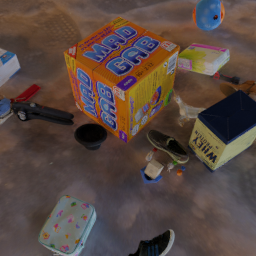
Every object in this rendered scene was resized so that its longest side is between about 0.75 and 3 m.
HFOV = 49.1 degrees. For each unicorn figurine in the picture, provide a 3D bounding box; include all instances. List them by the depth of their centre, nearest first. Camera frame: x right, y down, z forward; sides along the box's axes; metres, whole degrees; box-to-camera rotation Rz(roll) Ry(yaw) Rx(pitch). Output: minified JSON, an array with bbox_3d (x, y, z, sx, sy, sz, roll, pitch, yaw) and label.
[{"bbox_3d":[2.560,-0.660,11.500,2.030,0.750,1.394,19,44,-3],"label":"unicorn figurine"}]

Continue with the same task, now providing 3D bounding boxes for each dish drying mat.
[{"bbox_3d":[-4.443,-1.529,12.440,0.452,0.107,1.177,28,59,20],"label":"dish drying mat"}]

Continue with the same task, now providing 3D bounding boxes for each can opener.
[{"bbox_3d":[-3.432,-0.635,11.332,2.615,0.829,1.028,12,54,9],"label":"can opener"}]

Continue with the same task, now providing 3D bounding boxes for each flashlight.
[{"bbox_3d":[4.437,-2.341,12.832,1.335,0.452,0.454,19,12,14],"label":"flashlight"}]

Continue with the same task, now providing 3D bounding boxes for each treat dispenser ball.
[{"bbox_3d":[4.275,-6.052,14.882,1.626,1.626,1.626,0,53,0],"label":"treat dispenser ball"}]

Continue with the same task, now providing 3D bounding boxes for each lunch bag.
[{"bbox_3d":[-1.818,3.075,8.683,1.381,0.664,1.722,19,56,11],"label":"lunch bag"}]

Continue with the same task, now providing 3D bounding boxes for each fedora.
[{"bbox_3d":[-1.399,0.410,10.610,1.350,0.617,1.350,0,36,0],"label":"fedora"}]

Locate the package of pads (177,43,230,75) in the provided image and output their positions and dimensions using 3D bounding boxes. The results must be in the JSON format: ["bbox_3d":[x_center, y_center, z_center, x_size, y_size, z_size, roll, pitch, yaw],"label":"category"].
[{"bbox_3d":[3.439,-3.231,13.035,2.019,0.688,1.560,24,52,38],"label":"package of pads"}]

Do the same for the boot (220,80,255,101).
[{"bbox_3d":[5.030,-1.764,12.341,1.742,0.642,1.347,32,56,14],"label":"boot"}]

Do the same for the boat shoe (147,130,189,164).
[{"bbox_3d":[1.534,0.580,10.554,1.871,0.615,0.668,39,60,23],"label":"boat shoe"}]

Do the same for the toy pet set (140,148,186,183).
[{"bbox_3d":[1.109,1.522,9.999,1.414,0.751,1.320,33,25,19],"label":"toy pet set"}]

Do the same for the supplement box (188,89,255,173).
[{"bbox_3d":[3.488,0.134,9.978,2.066,2.064,1.387,-28,58,-19],"label":"supplement box"}]

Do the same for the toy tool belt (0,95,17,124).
[{"bbox_3d":[-5.134,-0.886,11.504,0.853,0.840,1.367,18,56,13],"label":"toy tool belt"}]

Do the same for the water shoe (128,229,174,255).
[{"bbox_3d":[0.636,3.428,7.961,0.632,0.573,1.602,41,97,-10],"label":"water shoe"}]

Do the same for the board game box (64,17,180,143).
[{"bbox_3d":[-0.196,-1.889,10.924,2.942,2.944,2.942,35,61,23],"label":"board game box"}]

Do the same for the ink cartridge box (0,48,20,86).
[{"bbox_3d":[-6.433,-2.988,13.008,2.144,0.921,1.570,22,56,17],"label":"ink cartridge box"}]
